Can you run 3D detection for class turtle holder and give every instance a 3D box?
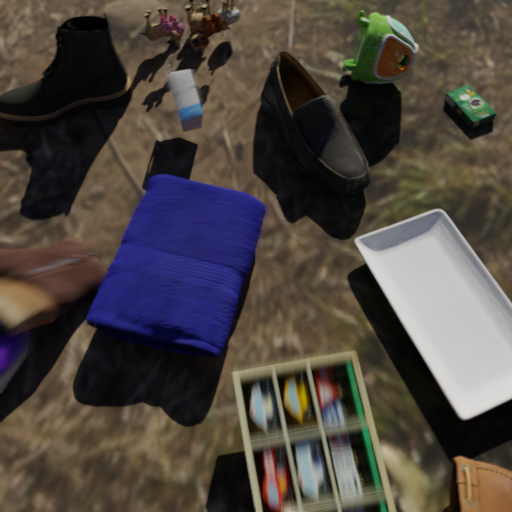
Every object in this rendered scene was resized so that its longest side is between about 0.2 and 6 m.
[{"bbox_3d":[2.289,-3.751,10.410,1.156,1.628,1.237,15,94,0],"label":"turtle holder"}]

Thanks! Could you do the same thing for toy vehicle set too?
[{"bbox_3d":[0.701,2.514,6.634,1.570,0.335,2.528,-10,71,-5],"label":"toy vehicle set"}]

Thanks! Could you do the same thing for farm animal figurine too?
[{"bbox_3d":[-1.271,-4.485,11.027,1.579,0.823,1.562,14,47,16],"label":"farm animal figurine"}]

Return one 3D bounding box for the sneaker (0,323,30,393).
[{"bbox_3d":[-3.588,1.280,7.199,0.717,1.025,2.061,5,48,3],"label":"sneaker"}]

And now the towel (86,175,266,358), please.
[{"bbox_3d":[-1.076,0.125,8.233,1.950,0.654,2.641,15,63,6],"label":"towel"}]

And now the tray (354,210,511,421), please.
[{"bbox_3d":[2.753,0.738,8.042,1.605,0.331,2.989,-20,61,-11],"label":"tray"}]

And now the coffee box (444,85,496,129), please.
[{"bbox_3d":[3.908,-2.732,10.250,0.522,0.187,0.848,-24,61,-14],"label":"coffee box"}]

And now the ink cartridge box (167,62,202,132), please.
[{"bbox_3d":[-1.229,-2.760,9.631,0.358,0.612,1.054,-15,84,-9],"label":"ink cartridge box"}]

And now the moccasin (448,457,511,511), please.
[{"bbox_3d":[2.124,3.592,5.845,1.160,1.099,3.006,18,61,14],"label":"moccasin"}]

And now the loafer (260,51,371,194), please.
[{"bbox_3d":[0.951,-2.245,9.446,1.048,1.041,2.880,-28,63,-17],"label":"loafer"}]

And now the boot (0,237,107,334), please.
[{"bbox_3d":[-3.288,0.115,8.060,1.914,0.693,1.592,45,49,11],"label":"boot"}]

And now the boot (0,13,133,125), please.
[{"bbox_3d":[-3.515,-3.289,9.723,2.412,1.669,0.934,-18,60,-10],"label":"boot"}]
